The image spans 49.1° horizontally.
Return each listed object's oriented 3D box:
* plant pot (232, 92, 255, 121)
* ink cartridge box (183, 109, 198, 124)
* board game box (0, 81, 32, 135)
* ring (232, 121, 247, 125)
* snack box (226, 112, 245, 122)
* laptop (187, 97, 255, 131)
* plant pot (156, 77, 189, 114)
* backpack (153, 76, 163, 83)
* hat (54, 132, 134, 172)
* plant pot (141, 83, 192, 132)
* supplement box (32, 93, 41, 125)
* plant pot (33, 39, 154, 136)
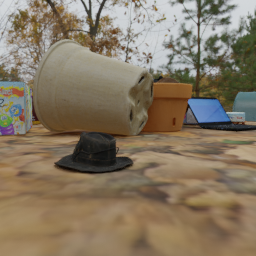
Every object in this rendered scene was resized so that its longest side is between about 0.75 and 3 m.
[{"bbox_3d":[6.807,-1.220,15.967,1.617,1.647,1.613,2,4,24],"label":"plant pot"},{"bbox_3d":[3.053,-0.544,12.872,1.241,0.694,1.818,3,5,-2],"label":"ink cartridge box"},{"bbox_3d":[-3.855,-0.618,8.753,1.487,1.460,2.835,-1,4,-15],"label":"board game box"},{"bbox_3d":[4.563,-0.254,12.933,1.724,0.165,1.724,-1,4,0],"label":"ring"},{"bbox_3d":[4.522,-0.498,12.473,1.214,0.388,2.090,1,4,21],"label":"snack box"},{"bbox_3d":[3.574,-0.578,10.259,2.037,1.187,2.299,-4,5,-35],"label":"laptop"},{"bbox_3d":[1.130,-0.824,11.059,1.910,1.785,1.785,-33,23,-33],"label":"plant pot"},{"bbox_3d":[0.695,-1.592,16.042,1.930,2.403,2.626,-3,0,-34],"label":"backpack"},{"bbox_3d":[-0.463,0.271,3.715,1.089,0.439,1.089,-1,5,0],"label":"hat"},{"bbox_3d":[1.035,-0.666,9.278,2.133,1.493,2.133,-1,4,0],"label":"plant pot"},{"bbox_3d":[-4.530,-0.843,12.359,0.926,1.394,1.375,0,4,3],"label":"supplement box"},{"bbox_3d":[-0.731,-0.901,7.763,2.482,2.712,2.712,15,9,21],"label":"plant pot"}]
